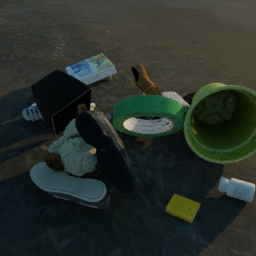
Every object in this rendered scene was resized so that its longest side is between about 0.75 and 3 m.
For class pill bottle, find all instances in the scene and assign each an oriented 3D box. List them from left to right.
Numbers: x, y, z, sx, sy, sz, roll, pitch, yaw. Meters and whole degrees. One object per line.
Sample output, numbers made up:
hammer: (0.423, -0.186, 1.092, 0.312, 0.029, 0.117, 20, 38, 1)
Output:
pill bottle: (3.227, 1.811, 8.373, 0.959, 0.549, 0.549, 14, 36, 20)

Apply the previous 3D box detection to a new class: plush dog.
plush dog: (-1.391, 0.596, 8.810, 2.525, 2.026, 2.169, 0, 34, -5)

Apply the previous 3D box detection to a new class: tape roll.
tape roll: (0.714, -0.349, 9.901, 2.496, 2.496, 0.600, 2, 70, 3)

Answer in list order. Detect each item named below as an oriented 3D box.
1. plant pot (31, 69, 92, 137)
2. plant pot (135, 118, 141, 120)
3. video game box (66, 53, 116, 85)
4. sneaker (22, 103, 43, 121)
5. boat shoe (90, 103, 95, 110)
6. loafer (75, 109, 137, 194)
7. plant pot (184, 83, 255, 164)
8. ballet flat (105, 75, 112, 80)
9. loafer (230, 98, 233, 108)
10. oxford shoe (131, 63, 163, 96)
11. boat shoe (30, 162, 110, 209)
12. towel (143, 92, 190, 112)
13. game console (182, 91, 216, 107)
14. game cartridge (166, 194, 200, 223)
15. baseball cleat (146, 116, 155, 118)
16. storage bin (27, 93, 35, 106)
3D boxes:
plant pot: (-2.636, -1.092, 10.718, 1.630, 1.837, 1.833, 44, 66, 10)
plant pot: (0.266, -0.042, 11.494, 1.109, 0.152, 1.109, 1, 34, 0)
video game box: (-2.082, -3.161, 15.345, 2.321, 0.543, 2.115, -25, 41, -10)
sneaker: (-3.462, -0.863, 12.151, 1.930, 0.780, 1.115, 3, 36, 7)
boat shoe: (-1.753, -0.688, 12.324, 0.348, 0.404, 1.123, 32, 49, 12)
loafer: (-0.424, 0.588, 7.864, 0.941, 2.584, 0.934, -26, 4, 30)
plant pot: (3.368, -0.520, 10.314, 2.756, 2.756, 2.534, 3, 23, 5)
ballet flat: (-1.358, -2.980, 15.617, 1.102, 0.415, 0.374, 19, 17, 27)
loafer: (4.428, -0.585, 11.744, 0.746, 0.852, 2.372, -15, 38, -10)
oxford shoe: (0.637, -1.431, 9.954, 0.680, 0.681, 1.908, -15, 70, -33)
boat shoe: (-1.772, 1.787, 8.387, 2.751, 0.784, 0.920, 13, 51, 26)
towel: (1.622, -1.211, 12.495, 1.671, 0.435, 2.521, -3, 21, -7)
game console: (3.365, -1.207, 12.755, 1.218, 0.249, 2.064, -24, 29, -20)
game cartridge: (1.569, 2.293, 8.051, 0.816, 0.132, 0.719, 17, 37, 27)
baseball cleat: (1.307, -0.735, 12.290, 1.138, 0.397, 0.606, -7, 37, -12)
storage bin: (-4.118, -1.392, 13.191, 0.730, 0.506, 1.079, 18, 39, 25)
